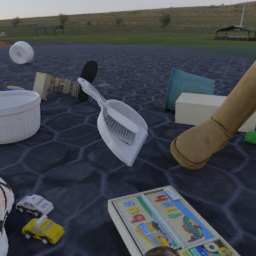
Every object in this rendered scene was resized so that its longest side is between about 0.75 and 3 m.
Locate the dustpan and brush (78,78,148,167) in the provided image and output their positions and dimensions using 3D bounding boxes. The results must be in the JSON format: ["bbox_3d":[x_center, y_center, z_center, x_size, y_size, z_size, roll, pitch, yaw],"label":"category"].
[{"bbox_3d":[-0.451,-0.354,7.422,2.452,0.702,1.711,38,40,-5],"label":"dustpan and brush"}]

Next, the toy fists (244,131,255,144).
[{"bbox_3d":[4.240,0.234,8.833,1.178,0.405,0.600,-15,26,-37],"label":"toy fists"}]

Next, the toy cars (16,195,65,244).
[{"bbox_3d":[-1.692,1.615,5.270,0.677,0.334,1.510,-10,23,-26],"label":"toy cars"}]

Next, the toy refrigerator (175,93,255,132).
[{"bbox_3d":[3.198,-0.563,10.213,2.752,0.963,1.045,8,29,22],"label":"toy refrigerator"}]

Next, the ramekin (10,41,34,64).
[{"bbox_3d":[-9.531,-6.650,24.959,1.955,1.955,0.953,2,28,5],"label":"ramekin"}]

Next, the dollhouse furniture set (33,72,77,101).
[{"bbox_3d":[-3.767,-1.952,14.178,1.643,1.245,1.875,15,3,34],"label":"dollhouse furniture set"}]

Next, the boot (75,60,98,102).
[{"bbox_3d":[-2.063,-2.230,12.979,0.677,1.999,1.306,14,14,-26],"label":"boot"}]

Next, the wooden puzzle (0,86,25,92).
[{"bbox_3d":[-5.356,-1.387,11.873,2.685,0.671,2.899,4,14,-33],"label":"wooden puzzle"}]

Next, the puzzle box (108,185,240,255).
[{"bbox_3d":[0.650,1.795,4.870,1.456,0.278,2.188,-9,23,-21],"label":"puzzle box"}]

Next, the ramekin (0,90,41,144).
[{"bbox_3d":[-4.008,-0.380,9.197,2.330,1.223,2.330,-2,21,1],"label":"ramekin"}]

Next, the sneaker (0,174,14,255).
[{"bbox_3d":[-2.671,1.272,5.101,1.048,1.137,2.843,-11,22,-23],"label":"sneaker"}]

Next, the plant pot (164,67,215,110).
[{"bbox_3d":[2.577,-1.477,11.675,1.789,1.827,1.827,12,23,9],"label":"plant pot"}]

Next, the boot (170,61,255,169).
[{"bbox_3d":[2.501,-0.515,6.766,0.981,2.965,2.597,45,38,19],"label":"boot"}]

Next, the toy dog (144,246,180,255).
[{"bbox_3d":[1.098,1.913,3.004,2.107,1.470,2.043,1,11,5],"label":"toy dog"}]
